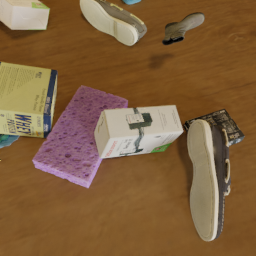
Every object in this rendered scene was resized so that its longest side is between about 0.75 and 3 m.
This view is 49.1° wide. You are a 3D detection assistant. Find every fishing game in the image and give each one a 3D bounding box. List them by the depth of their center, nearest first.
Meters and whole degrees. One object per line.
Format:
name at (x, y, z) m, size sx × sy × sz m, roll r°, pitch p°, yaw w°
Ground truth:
fishing game at (-3.859, -0.016, 8.239) m, size 1.425 × 0.309 × 1.991 m, roll 16°, pitch 57°, yaw 8°

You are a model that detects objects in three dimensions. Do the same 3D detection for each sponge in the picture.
sponge at (-1.260, 0.094, 8.072) m, size 1.642 × 0.439 × 2.943 m, roll 18°, pitch 56°, yaw 11°

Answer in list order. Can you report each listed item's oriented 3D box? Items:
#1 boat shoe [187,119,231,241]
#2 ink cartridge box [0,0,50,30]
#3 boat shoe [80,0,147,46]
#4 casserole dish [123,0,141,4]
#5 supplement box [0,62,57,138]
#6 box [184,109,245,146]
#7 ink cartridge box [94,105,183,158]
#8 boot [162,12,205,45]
boat shoe at (2.083, 1.214, 6.900) m, size 0.883 × 1.081 × 2.925 m, roll 9°, pitch 64°, yaw -19°
ink cartridge box at (-4.471, -4.770, 10.815) m, size 2.636 × 0.887 × 1.544 m, roll 40°, pitch 37°, yaw 24°
boat shoe at (-0.603, -4.197, 10.680) m, size 2.942 × 1.051 × 0.879 m, roll 38°, pitch 61°, yaw 18°
casserole dish at (0.026, -5.898, 12.260) m, size 0.956 × 0.306 × 1.579 m, roll -23°, pitch 58°, yaw -15°
supplement box at (-2.999, -0.786, 8.015) m, size 1.732 × 1.164 × 1.734 m, roll 6°, pitch 55°, yaw -12°
box at (2.489, 0.090, 8.153) m, size 1.360 × 0.296 × 1.090 m, roll -18°, pitch 58°, yaw -12°
ink cartridge box at (0.210, 0.115, 7.209) m, size 1.915 × 1.403 × 0.795 m, roll -5°, pitch 66°, yaw -18°
boot at (1.652, -2.875, 8.314) m, size 1.290 × 0.437 × 0.843 m, roll -13°, pitch 47°, yaw 28°
